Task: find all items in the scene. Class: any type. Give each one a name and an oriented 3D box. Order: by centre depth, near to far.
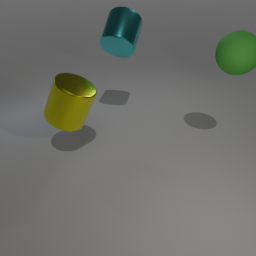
[{"bbox_3d":[3.538,-2.401,9.003,1.400,1.400,1.400,0,30,0],"label":"ball"},{"bbox_3d":[-1.894,-0.847,9.150,1.400,1.400,1.400,20,33,-13],"label":"cylinder"},{"bbox_3d":[-0.252,-3.752,11.055,1.400,1.400,1.400,10,73,17],"label":"cylinder"}]
